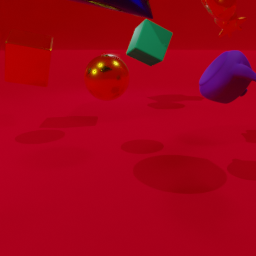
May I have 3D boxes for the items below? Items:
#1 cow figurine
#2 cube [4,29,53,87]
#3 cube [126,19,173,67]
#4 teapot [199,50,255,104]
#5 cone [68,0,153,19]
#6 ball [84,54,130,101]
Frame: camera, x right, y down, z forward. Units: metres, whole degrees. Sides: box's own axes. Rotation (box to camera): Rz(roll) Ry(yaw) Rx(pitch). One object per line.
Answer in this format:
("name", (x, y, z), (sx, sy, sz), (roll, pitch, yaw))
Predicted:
("cow figurine", (1.912, -2.281, 5.513), (0.634, 1.137, 1.155), (-32, 18, 22))
("cube", (-2.588, -1.833, 7.359), (1.061, 1.061, 1.061), (6, 34, -17))
("cube", (0.794, -3.208, 10.714), (1.172, 1.172, 1.172), (22, -5, -17))
("teapot", (1.539, -0.724, 4.224), (0.658, 0.835, 1.343), (36, -5, -7))
("cone", (-0.173, -1.994, 3.776), (1.641, 1.634, 1.634), (30, -5, -39))
("ball", (-0.416, -0.988, 5.533), (0.899, 0.899, 0.899), (0, 17, 0))
